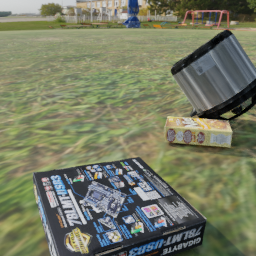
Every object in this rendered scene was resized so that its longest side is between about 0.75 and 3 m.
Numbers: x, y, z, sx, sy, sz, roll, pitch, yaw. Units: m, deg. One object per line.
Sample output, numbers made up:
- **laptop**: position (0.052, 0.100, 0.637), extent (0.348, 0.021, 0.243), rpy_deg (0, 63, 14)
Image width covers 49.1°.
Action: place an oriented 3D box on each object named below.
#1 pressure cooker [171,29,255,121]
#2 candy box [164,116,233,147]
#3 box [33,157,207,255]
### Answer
- **pressure cooker**: position (2.716, -1.370, 8.447), extent (2.184, 2.445, 2.151), rpy_deg (-37, 4, -26)
- **candy box**: position (1.915, 0.080, 7.775), extent (1.738, 0.481, 1.003), rpy_deg (5, 19, 11)
- **box**: position (-0.281, 1.297, 4.646), extent (2.201, 0.551, 2.217), rpy_deg (-8, 24, -25)
